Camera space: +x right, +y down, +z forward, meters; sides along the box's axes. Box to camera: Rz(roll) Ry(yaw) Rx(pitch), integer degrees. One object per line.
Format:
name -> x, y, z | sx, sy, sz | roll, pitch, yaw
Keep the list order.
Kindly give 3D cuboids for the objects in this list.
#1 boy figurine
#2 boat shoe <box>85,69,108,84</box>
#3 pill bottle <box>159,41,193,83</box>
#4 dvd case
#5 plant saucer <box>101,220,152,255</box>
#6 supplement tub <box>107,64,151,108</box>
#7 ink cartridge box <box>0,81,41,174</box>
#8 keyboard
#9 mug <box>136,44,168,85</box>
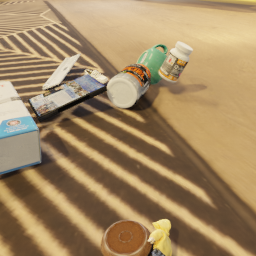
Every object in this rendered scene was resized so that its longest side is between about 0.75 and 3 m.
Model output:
boy figurine -> 0.490, 1.855, 4.408 | 0.322, 0.621, 0.999 | -22, 32, 25
boat shoe -> -1.246, -1.971, 10.585 | 1.172, 0.406, 0.415 | 21, 44, 36
pill bottle -> 1.588, -2.185, 9.299 | 0.709, 1.218, 0.709 | 21, 32, -14
dvd case -> -1.920, -1.007, 8.741 | 2.213, 0.194, 1.579 | -27, 35, -17
plant saucer -> -0.036, 1.874, 4.723 | 0.878, 0.151, 0.878 | -5, 32, 3
supplement tub -> 0.104, -1.455, 9.228 | 1.076, 1.076, 1.756 | 11, 33, 17
ink cartridge box -> -3.388, -0.034, 6.719 | 1.825, 1.053, 2.516 | -16, 41, -28
keyboard -> -2.543, -2.274, 11.013 | 0.759, 0.144, 2.695 | -10, 35, 18
mug -> 0.865, -2.412, 10.363 | 0.887, 1.179, 1.434 | 28, 44, -23
